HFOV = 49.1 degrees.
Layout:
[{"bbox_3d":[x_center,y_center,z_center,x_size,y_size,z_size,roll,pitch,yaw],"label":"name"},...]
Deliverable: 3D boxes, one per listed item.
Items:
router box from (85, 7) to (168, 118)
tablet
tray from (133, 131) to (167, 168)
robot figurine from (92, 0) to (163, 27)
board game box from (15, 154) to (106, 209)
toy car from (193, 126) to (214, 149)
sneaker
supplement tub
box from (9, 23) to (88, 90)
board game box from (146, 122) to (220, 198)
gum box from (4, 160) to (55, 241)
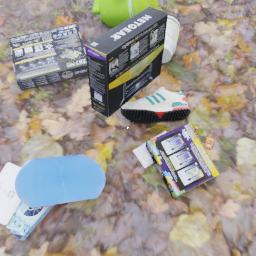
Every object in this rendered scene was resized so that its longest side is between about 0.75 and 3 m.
[{"bbox_3d":[0.034,-2.048,8.680,0.767,2.309,2.937,31,54,24],"label":"router box"},{"bbox_3d":[-3.875,2.058,8.965,1.143,0.120,1.756,21,66,10],"label":"tablet"},{"bbox_3d":[0.999,0.730,10.088,1.496,0.166,0.803,-30,67,-14],"label":"tray"},{"bbox_3d":[-0.037,-5.192,11.822,2.917,2.559,1.688,9,80,30],"label":"robot figurine"},{"bbox_3d":[-2.149,1.789,9.078,2.793,0.544,2.206,-4,33,-17],"label":"board game box"},{"bbox_3d":[2.716,0.347,10.189,0.950,0.316,0.466,36,69,15],"label":"toy car"},{"bbox_3d":[0.988,-0.911,10.545,2.592,0.913,1.212,-2,57,-3],"label":"sneaker"},{"bbox_3d":[1.451,-3.665,11.617,1.203,1.203,1.659,13,66,6],"label":"supplement tub"},{"bbox_3d":[-3.226,-3.010,11.580,2.938,0.721,2.368,-16,64,-7],"label":"box"},{"bbox_3d":[1.821,1.076,9.585,1.712,0.587,2.071,-23,73,-12],"label":"board game box"},{"bbox_3d":[-3.325,2.311,9.163,1.677,0.440,1.974,34,68,14],"label":"gum box"}]
